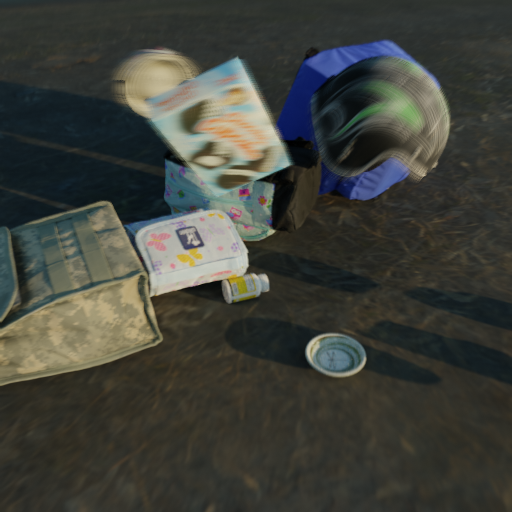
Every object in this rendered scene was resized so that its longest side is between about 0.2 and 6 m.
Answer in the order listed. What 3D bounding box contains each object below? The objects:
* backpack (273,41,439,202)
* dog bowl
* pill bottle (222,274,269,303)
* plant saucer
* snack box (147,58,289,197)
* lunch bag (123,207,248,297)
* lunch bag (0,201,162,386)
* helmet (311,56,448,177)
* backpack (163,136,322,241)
[{"bbox_3d":[2.751,-3.315,14.125,3.285,3.181,3.915,47,48,12],"label":"backpack"},{"bbox_3d":[-1.692,-2.984,9.589,1.197,1.197,0.441,-12,48,-18],"label":"dog bowl"},{"bbox_3d":[-0.196,0.583,10.443,0.818,0.455,0.455,-12,35,-16],"label":"pill bottle"},{"bbox_3d":[1.266,1.648,9.003,0.963,0.242,0.963,0,34,0],"label":"plant saucer"},{"bbox_3d":[-0.469,-1.803,8.414,1.368,2.355,0.437,-22,65,10],"label":"snack box"},{"bbox_3d":[-1.323,-0.098,10.345,1.836,1.377,2.166,-13,21,-18],"label":"lunch bag"},{"bbox_3d":[-3.459,0.623,9.209,3.073,1.806,2.520,-18,38,-16],"label":"lunch bag"},{"bbox_3d":[2.366,-2.504,10.443,2.236,2.345,2.345,-13,27,24],"label":"helmet"},{"bbox_3d":[-0.438,-1.540,12.206,3.309,2.094,2.761,9,22,16],"label":"backpack"}]
